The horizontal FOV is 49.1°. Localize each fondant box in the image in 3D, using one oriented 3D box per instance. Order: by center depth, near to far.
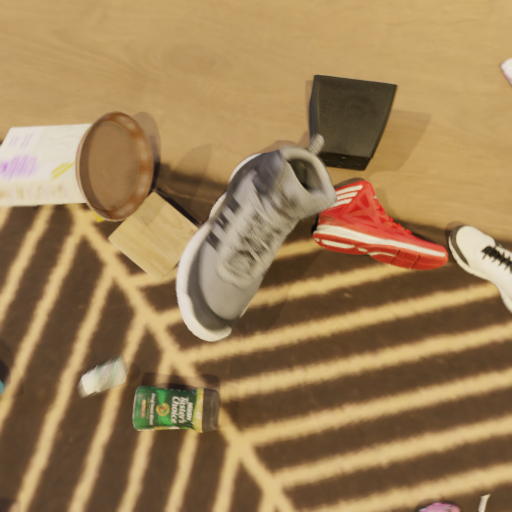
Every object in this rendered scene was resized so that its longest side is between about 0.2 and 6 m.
[{"bbox_3d":[-3.399,-1.587,9.626,2.008,0.585,1.448,-2,49,7],"label":"fondant box"}]

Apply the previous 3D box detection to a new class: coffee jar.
[{"bbox_3d":[-1.212,2.363,8.640,1.288,0.549,0.671,1,71,0],"label":"coffee jar"}]

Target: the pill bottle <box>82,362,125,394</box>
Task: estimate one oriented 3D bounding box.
[{"bbox_3d":[-2.416,1.945,8.888,0.604,0.341,0.341,-20,72,-6],"label":"pill bottle"}]

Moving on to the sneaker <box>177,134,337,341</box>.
[{"bbox_3d":[0.039,-0.422,8.556,1.322,1.993,3.502,33,62,-20],"label":"sneaker"}]

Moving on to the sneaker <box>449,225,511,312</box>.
[{"bbox_3d":[4.104,0.167,9.266,0.746,0.810,2.024,-43,75,-11],"label":"sneaker"}]

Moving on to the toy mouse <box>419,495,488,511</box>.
[{"bbox_3d":[2.966,4.160,8.129,1.853,0.359,1.647,42,76,13],"label":"toy mouse"}]

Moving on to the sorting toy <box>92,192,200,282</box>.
[{"bbox_3d":[-1.760,-0.343,9.584,2.342,0.396,1.129,39,75,4],"label":"sorting toy"}]

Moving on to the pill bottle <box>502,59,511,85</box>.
[{"bbox_3d":[4.984,-3.481,10.751,0.316,0.316,0.557,-23,72,-8],"label":"pill bottle"}]

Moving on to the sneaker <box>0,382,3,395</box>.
[{"bbox_3d":[-4.569,1.843,8.596,1.300,0.525,0.497,46,34,-13],"label":"sneaker"}]

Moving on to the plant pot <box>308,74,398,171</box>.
[{"bbox_3d":[1.575,-2.243,9.856,1.408,1.411,1.252,8,86,3],"label":"plant pot"}]

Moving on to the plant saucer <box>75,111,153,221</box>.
[{"bbox_3d":[-2.276,-1.411,8.874,0.295,1.715,1.715,8,70,27],"label":"plant saucer"}]

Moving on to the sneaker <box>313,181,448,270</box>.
[{"bbox_3d":[2.187,-0.609,9.498,2.250,0.882,1.300,14,73,3],"label":"sneaker"}]
